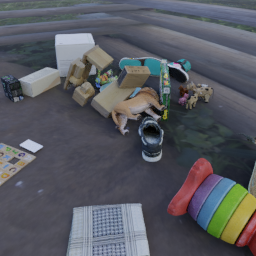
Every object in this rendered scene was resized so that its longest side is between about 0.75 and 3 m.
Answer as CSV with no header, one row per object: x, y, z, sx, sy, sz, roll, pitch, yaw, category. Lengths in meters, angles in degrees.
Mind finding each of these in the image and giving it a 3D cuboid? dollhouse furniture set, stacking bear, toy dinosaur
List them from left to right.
-1.456,-1.655,12.824,2.731,2.225,2.597,40,52,4,dollhouse furniture set
2.501,2.061,6.486,2.580,1.567,1.467,33,5,30,stacking bear
4.293,0.364,9.814,0.469,0.253,1.065,19,9,-15,toy dinosaur

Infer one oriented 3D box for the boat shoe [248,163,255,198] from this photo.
3.985,1.312,7.868,0.994,1.056,2.773,11,35,16,boat shoe

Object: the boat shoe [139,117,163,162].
0.851,0.167,9.921,0.913,0.729,2.415,-2,33,-3,boat shoe

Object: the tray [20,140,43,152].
-3.374,0.647,9.783,0.771,0.085,0.414,20,37,27,tray

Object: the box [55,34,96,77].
-2.891,-4.054,15.417,2.067,1.770,2.056,-6,34,-10,box

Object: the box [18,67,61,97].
-4.266,-2.258,13.626,0.895,0.733,1.886,19,38,27,box

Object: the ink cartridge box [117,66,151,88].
0.230,-2.154,11.861,1.157,0.953,0.435,-6,61,-32,ink cartridge box

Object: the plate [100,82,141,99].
-0.354,-1.741,13.294,1.954,0.250,1.954,1,33,0,plate

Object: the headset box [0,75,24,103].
-5.286,-1.808,12.751,0.507,0.952,1.093,-28,41,-34,headset box

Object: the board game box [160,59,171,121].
1.565,-1.722,12.070,0.349,1.560,2.977,3,33,3,board game box

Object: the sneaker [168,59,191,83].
2.902,-3.048,14.827,1.199,0.830,1.986,-23,37,-16,sneaker

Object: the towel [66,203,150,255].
-0.490,2.563,6.624,1.863,0.334,1.935,-2,34,-3,towel

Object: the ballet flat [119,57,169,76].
0.917,-3.426,15.406,2.782,0.966,0.966,10,34,16,ballet flat

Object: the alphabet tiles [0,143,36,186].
-4.237,1.225,8.911,1.648,0.074,1.971,16,36,23,alphabet tiles

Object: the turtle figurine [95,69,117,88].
-0.988,-2.634,13.610,1.003,1.394,1.351,14,18,23,turtle figurine

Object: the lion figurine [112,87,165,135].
0.281,-0.823,11.107,2.829,1.025,1.732,-17,47,-33,lion figurine

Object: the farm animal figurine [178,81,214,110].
3.014,-1.579,12.459,1.661,0.876,1.679,-3,33,-5,farm animal figurine
